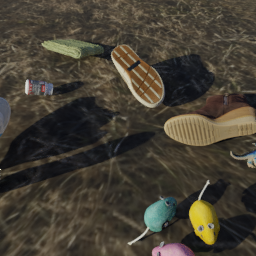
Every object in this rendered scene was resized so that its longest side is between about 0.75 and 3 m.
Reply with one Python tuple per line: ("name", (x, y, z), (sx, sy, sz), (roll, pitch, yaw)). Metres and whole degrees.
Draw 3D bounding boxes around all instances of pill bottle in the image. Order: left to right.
("pill bottle", (-2.802, -1.260, 8.843), (0.785, 0.455, 0.455), (2, 38, -27))

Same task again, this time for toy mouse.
("toy mouse", (0.746, 1.858, 5.057), (1.750, 0.381, 1.969), (-15, 43, 16))

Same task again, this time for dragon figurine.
("dragon figurine", (3.111, 0.537, 6.366), (1.654, 0.487, 0.822), (17, 78, 2))

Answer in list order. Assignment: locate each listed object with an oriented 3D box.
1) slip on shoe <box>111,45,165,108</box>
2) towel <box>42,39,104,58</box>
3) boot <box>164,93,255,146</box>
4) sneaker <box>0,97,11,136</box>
("slip on shoe", (0.324, -1.567, 8.864), (0.980, 0.781, 2.577), (-35, 62, -4))
("towel", (-2.078, -3.065, 10.711), (2.063, 0.376, 1.531), (21, 29, 31))
("boot", (2.299, -0.353, 7.917), (2.451, 0.887, 2.039), (-2, 26, 11))
("sneaker", (-3.482, 0.059, 6.659), (0.992, 0.940, 2.457), (-28, 30, 35))
